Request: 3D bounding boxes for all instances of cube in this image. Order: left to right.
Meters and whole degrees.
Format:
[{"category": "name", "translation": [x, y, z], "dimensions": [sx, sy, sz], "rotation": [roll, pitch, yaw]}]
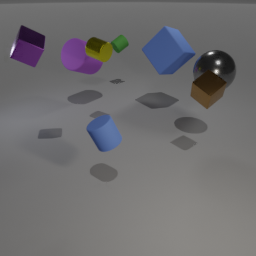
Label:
[{"category": "cube", "translation": [-2.786, -2.272, 7.818], "dimensions": [0.700, 0.700, 0.700], "rotation": [19, 43, -31]}, {"category": "cube", "translation": [1.744, -3.256, 11.945], "dimensions": [1.400, 1.400, 1.400], "rotation": [57, 32, 10]}, {"category": "cube", "translation": [2.357, -1.137, 8.261], "dimensions": [0.700, 0.700, 0.700], "rotation": [-38, 63, -14]}]

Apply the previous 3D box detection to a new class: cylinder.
[{"category": "cylinder", "translation": [-2.058, -3.213, 12.701], "dimensions": [1.400, 1.400, 1.400], "rotation": [15, 9, 26]}, {"category": "cylinder", "translation": [-1.010, -2.736, 9.780], "dimensions": [0.700, 0.700, 0.700], "rotation": [28, 38, 27]}, {"category": "cylinder", "translation": [-0.605, 0.135, 7.202], "dimensions": [0.700, 0.700, 0.700], "rotation": [-21, 28, 12]}, {"category": "cylinder", "translation": [-0.440, -4.471, 14.892], "dimensions": [0.700, 0.700, 0.700], "rotation": [-41, 40, -11]}]

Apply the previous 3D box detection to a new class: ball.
[{"category": "ball", "translation": [2.919, -1.912, 9.474], "dimensions": [1.400, 1.400, 1.400], "rotation": [0, 28, 0]}]
